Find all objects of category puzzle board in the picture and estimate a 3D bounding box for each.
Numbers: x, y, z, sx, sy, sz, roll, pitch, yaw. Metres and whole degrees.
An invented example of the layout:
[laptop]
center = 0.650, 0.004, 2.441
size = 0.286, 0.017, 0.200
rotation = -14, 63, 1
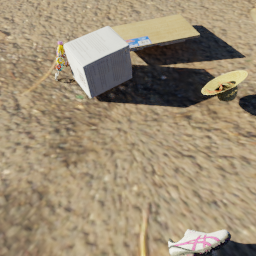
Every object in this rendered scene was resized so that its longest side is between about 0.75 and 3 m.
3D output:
[puzzle board]
center = 0.874, -3.543, 10.497
size = 2.959, 0.257, 2.230
rotation = -12, 41, -3

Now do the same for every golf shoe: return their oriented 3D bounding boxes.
[golf shoe]
center = 1.432, 2.292, 5.691
size = 1.284, 0.466, 0.591
rotation = -23, 55, 4

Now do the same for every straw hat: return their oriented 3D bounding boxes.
[straw hat]
center = 2.849, -1.076, 8.084
size = 1.363, 0.577, 1.363
rotation = -26, 19, 10

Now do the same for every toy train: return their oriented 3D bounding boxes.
[toy train]
center = -2.223, -2.293, 9.457
size = 0.381, 1.029, 1.370
rotation = 4, 57, -17

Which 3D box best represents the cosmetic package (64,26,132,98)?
[cosmetic package]
center = -0.892, -2.062, 8.762
size = 1.598, 1.337, 1.329
rotation = -29, 55, -17
